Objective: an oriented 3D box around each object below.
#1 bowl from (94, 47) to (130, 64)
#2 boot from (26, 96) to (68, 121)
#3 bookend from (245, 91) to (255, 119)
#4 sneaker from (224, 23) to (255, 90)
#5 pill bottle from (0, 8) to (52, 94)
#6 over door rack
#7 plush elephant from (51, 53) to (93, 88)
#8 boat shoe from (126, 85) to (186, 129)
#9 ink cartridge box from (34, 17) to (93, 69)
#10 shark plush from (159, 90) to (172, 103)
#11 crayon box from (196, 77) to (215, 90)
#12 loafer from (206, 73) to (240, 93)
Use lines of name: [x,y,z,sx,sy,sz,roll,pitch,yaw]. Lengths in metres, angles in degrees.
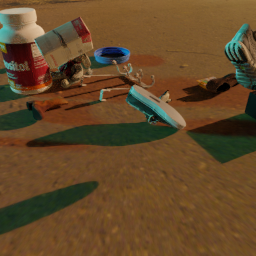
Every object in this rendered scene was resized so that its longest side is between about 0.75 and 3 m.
bowl: [-0.755,-3.490,13.485,1.723,0.338,1.723,0,33,0]
boot: [-2.561,-0.664,9.227,1.235,0.423,1.163,-14,27,-33]
bookend: [4.869,-0.591,8.631,1.640,0.760,1.651,-13,36,-19]
sneaker: [3.066,-1.769,6.801,0.705,1.880,1.086,23,79,43]
pill bottle: [-3.710,-2.749,10.090,1.566,2.772,1.566,-1,32,0]
over door rack: [-0.403,-1.923,10.676,2.363,0.787,1.746,-19,37,-27]
plush elephant: [-2.208,-2.590,11.100,1.827,1.414,1.504,-20,38,-28]
boat shoe: [0.796,-0.480,8.516,2.000,0.683,0.738,34,28,6]
ink cartridge box: [-1.423,-1.887,6.329,1.134,0.826,0.481,-31,83,-7]
shark plush: [1.124,-0.942,9.756,0.945,0.429,0.394,-44,29,-21]
crayon box: [3.145,-1.728,10.871,0.877,0.226,0.552,-14,35,-21]
loafer: [3.673,-1.602,10.476,1.565,0.571,0.555,-19,46,-16]
